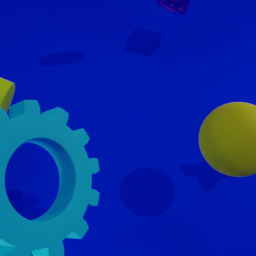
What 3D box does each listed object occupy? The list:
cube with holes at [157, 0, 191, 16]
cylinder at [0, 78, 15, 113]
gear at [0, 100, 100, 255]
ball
[{"bbox_3d":[1.441,-3.962,8.354,0.877,0.877,0.877,24,20,-2],"label":"cube with holes"},{"bbox_3d":[-3.254,-0.733,6.301,1.036,1.036,1.036,22,60,-13],"label":"cylinder"},{"bbox_3d":[-1.217,0.682,3.705,0.377,2.038,2.038,-13,52,36],"label":"gear"},{"bbox_3d":[1.886,0.196,4.844,1.284,1.284,1.284,0,60,0],"label":"ball"}]
